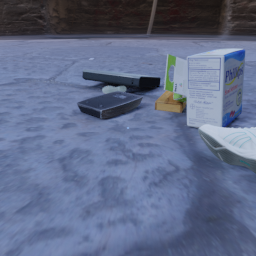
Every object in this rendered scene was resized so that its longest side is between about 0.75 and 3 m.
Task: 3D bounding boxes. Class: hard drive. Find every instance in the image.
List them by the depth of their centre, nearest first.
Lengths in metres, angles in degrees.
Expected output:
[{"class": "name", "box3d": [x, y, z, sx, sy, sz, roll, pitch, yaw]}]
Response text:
[{"class": "hard drive", "box3d": [-0.566, -0.801, 9.370, 1.321, 0.415, 1.959, 18, 29, 38]}, {"class": "hard drive", "box3d": [-0.277, -2.153, 12.167, 2.825, 0.465, 1.971, 12, 14, 29]}]

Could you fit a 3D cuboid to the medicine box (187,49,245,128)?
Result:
[{"class": "medicine box", "box3d": [2.551, -1.173, 8.081, 1.037, 2.015, 1.836, 11, 24, 36]}]

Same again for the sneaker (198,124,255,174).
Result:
[{"class": "sneaker", "box3d": [2.438, 0.352, 5.755, 0.875, 0.768, 2.184, -45, 41, -15]}]

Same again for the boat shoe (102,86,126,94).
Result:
[{"class": "boat shoe", "box3d": [-0.553, -1.489, 11.208, 0.969, 0.366, 0.292, 0, -8, -11]}]

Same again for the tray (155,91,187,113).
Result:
[{"class": "tray", "box3d": [1.652, -1.022, 10.039, 0.909, 0.341, 1.843, 8, 24, 19]}]

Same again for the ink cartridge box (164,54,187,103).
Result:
[{"class": "ink cartridge box", "box3d": [1.668, -1.506, 8.841, 1.613, 1.192, 0.611, 12, -10, -28]}]
